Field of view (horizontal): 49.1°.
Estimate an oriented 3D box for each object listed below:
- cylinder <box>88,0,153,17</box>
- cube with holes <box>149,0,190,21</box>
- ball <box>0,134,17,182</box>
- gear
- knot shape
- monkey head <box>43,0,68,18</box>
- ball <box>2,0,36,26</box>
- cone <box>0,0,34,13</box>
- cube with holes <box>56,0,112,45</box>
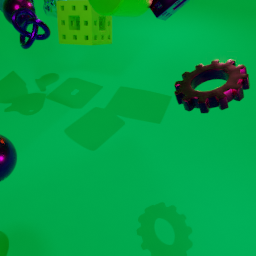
[{"bbox_3d":[-0.185,-3.561,7.203,1.297,1.297,1.297,29,32,27],"label":"cylinder"},{"bbox_3d":[1.117,-4.144,8.102,1.352,1.352,1.352,54,24,-4],"label":"cube with holes"},{"bbox_3d":[-2.464,0.540,4.978,0.926,0.926,0.926,0,43,0],"label":"ball"},{"bbox_3d":[1.468,-0.765,4.991,1.265,0.234,1.265,-17,37,13],"label":"gear"},{"bbox_3d":[-2.956,-2.873,8.344,1.162,1.088,0.537,33,25,-2],"label":"knot shape"},{"bbox_3d":[-2.335,-4.143,9.367,0.838,1.391,1.001,-3,17,-32],"label":"monkey head"},{"bbox_3d":[-3.408,-3.669,8.783,0.976,0.976,0.976,0,43,0],"label":"ball"},{"bbox_3d":[-3.724,-4.492,9.436,1.180,1.180,1.184,-5,47,-5],"label":"cone"},{"bbox_3d":[-1.360,-3.357,9.000,1.255,1.255,1.255,10,21,24],"label":"cube with holes"}]
